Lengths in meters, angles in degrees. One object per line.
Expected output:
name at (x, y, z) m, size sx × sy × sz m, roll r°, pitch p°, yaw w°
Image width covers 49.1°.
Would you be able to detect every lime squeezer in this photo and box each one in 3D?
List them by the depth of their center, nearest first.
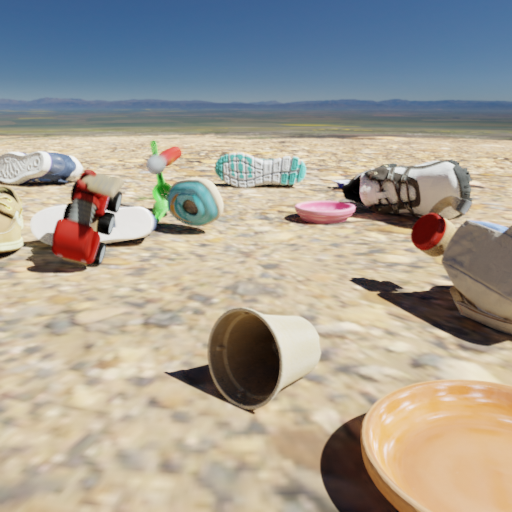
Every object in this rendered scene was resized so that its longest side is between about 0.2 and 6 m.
lime squeezer at (-2.006, -1.288, 11.873) m, size 0.484 × 0.907 × 2.568 m, roll -2°, pitch 50°, yaw -6°

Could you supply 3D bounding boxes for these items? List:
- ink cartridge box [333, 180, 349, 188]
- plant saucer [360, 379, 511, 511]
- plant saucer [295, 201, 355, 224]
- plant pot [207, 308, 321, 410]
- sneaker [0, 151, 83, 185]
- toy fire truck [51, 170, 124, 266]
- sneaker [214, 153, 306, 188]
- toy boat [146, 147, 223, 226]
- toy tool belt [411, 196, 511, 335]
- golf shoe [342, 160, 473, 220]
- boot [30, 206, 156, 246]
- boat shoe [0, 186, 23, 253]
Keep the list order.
ink cartridge box at (2.690, -1.981, 15.526) m, size 1.118 × 0.219 × 0.556 m, roll -3°, pitch 16°, yaw -17°
plant saucer at (1.571, 1.362, 3.602) m, size 1.788 × 0.335 × 1.788 m, roll 0°, pitch 17°, yaw 0°
plant saucer at (1.408, -0.891, 11.526) m, size 1.218 × 0.309 × 1.218 m, roll -1°, pitch 15°, yaw 0°
plant pot at (0.136, 0.828, 4.842) m, size 0.828 × 0.828 × 0.758 m, roll 14°, pitch 10°, yaw 40°
sneaker at (-6.262, -2.507, 16.459) m, size 2.370 × 0.955 × 1.735 m, roll -2°, pitch -2°, yaw 30°
toy fire truck at (-2.356, -0.620, 7.940) m, size 0.962 × 1.317 × 1.496 m, roll 15°, pitch -16°, yaw -3°
sneaker at (0.122, -2.351, 15.940) m, size 2.574 × 0.999 × 1.174 m, roll 6°, pitch 2°, yaw 5°
toy boat at (-1.376, -1.202, 10.254) m, size 1.327 × 1.579 × 0.734 m, roll -11°, pitch 24°, yaw 47°
toy tool belt at (2.895, 0.195, 6.530) m, size 1.319 × 1.340 × 2.146 m, roll 27°, pitch 6°, yaw -28°
golf shoe at (2.989, -1.258, 11.491) m, size 1.522 × 1.252 × 3.221 m, roll -12°, pitch 10°, yaw -19°
boot at (-2.767, -0.500, 9.754) m, size 2.036 × 0.741 × 0.920 m, roll 0°, pitch 1°, yaw -4°
boat shoe at (-4.542, -0.658, 9.637) m, size 0.993 × 0.890 × 2.682 m, roll -6°, pitch 17°, yaw -21°
